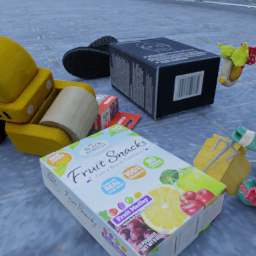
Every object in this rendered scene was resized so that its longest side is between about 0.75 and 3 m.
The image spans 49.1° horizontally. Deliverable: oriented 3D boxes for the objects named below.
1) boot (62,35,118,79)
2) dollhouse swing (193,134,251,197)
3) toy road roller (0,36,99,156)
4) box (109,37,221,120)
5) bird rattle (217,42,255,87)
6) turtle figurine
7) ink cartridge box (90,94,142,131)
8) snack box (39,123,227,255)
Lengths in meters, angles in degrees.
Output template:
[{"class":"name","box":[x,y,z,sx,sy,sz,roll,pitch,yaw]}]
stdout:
[{"class":"boot","box":[-1.284,-2.786,10.686,2.904,1.093,2.171,-5,36,-29]},{"class":"dollhouse swing","box":[1.669,0.687,4.955,0.730,0.706,0.803,25,75,38]},{"class":"toy road roller","box":[-2.179,-0.716,5.941,2.820,2.059,1.733,10,50,13]},{"class":"box","box":[0.941,-1.651,8.399,2.069,1.492,2.788,-15,33,-24]},{"class":"bird rattle","box":[2.497,-1.512,6.616,0.759,1.099,1.348,28,19,28]},{"class":"turtle figurine","box":[2.608,0.560,4.714,2.530,1.894,1.274,-33,57,11]},{"class":"ink cartridge box","box":[-0.770,-0.449,7.309,2.033,0.512,1.108,10,32,19]},{"class":"snack box","box":[-0.020,0.963,4.712,1.855,0.691,2.608,-24,38,-35]}]
